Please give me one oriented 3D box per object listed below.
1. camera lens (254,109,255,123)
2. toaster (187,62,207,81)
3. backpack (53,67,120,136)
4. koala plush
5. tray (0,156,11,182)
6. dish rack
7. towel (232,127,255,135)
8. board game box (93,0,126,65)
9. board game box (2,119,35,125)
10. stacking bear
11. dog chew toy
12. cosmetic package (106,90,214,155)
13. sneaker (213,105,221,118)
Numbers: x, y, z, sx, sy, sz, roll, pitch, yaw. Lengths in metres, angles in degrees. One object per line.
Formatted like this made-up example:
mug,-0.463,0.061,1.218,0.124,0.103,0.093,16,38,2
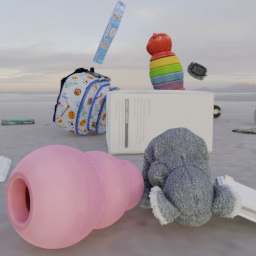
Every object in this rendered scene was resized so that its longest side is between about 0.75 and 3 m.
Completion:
camera lens,6.431,-0.537,12.791,1.059,0.847,0.847,-1,7,-1
toaster,2.713,-2.163,10.817,0.864,0.491,0.558,30,3,17
backpack,-1.473,-0.800,9.919,1.948,2.529,2.409,17,16,19
koala plush,0.624,0.648,3.179,1.048,1.086,1.181,0,19,0
tray,-2.688,0.747,5.268,0.828,0.171,1.542,-3,8,-18
dish rack,1.412,0.830,3.234,0.867,0.189,0.744,23,14,6
towel,4.680,0.071,10.582,1.125,0.194,1.083,-7,10,-40
board game box,-0.540,-2.892,8.401,0.318,1.315,1.739,22,41,-13
board game box,-5.299,-0.298,13.499,1.446,0.204,0.978,-3,7,-23
stacking bear,1.571,-2.741,12.396,1.613,2.837,1.723,-6,9,43
dog chew toy,-0.425,0.668,3.019,0.978,0.978,1.570,7,3,44
cosmetic package,0.694,-0.280,7.870,2.561,1.575,2.553,1,7,-7
sneaker,3.968,-0.975,16.762,2.751,1.038,1.583,7,-3,-9
